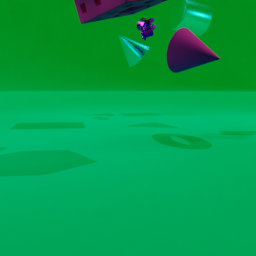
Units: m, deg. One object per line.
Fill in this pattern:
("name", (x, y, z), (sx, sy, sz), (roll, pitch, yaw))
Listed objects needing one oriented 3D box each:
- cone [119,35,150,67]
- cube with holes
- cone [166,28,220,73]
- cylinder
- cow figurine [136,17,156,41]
("cone", (0.046, -3.267, 11.090), (1.169, 1.165, 1.165), (39, -9, -24))
("cube with holes", (-0.095, -2.145, 3.768), (1.060, 1.060, 1.060), (-27, 19, -35))
("cone", (1.993, -2.056, 7.849), (1.306, 1.301, 1.301), (25, 23, 39))
("cylinder", (2.445, -4.379, 11.035), (1.237, 1.237, 1.237), (5, 6, -22))
("cow figurine", (0.566, -3.431, 9.657), (0.921, 0.505, 0.906), (25, 61, 40))
